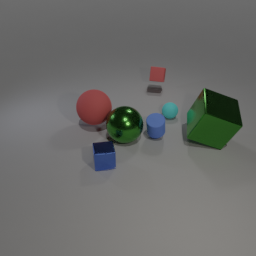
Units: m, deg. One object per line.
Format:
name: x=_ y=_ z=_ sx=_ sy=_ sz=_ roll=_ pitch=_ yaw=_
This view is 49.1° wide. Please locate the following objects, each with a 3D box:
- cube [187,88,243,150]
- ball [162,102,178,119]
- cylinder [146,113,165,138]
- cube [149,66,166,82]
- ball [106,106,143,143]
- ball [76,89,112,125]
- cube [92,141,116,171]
cube: x=3.069 y=-0.323 z=10.157 sx=1.400 sy=1.400 sz=1.400 roll=18 pitch=46 yaw=-7
ball: x=1.814 y=-0.756 z=12.095 sx=0.700 sy=0.700 sz=0.700 roll=0 pitch=32 yaw=0
cylinder: x=1.051 y=-0.087 z=10.548 sx=0.700 sy=0.700 sz=0.700 roll=-4 pitch=52 yaw=5
cube: x=1.491 y=-2.681 z=14.022 sx=0.700 sy=0.700 sz=0.700 roll=8 pitch=11 yaw=11
ball: x=-0.121 y=-0.125 z=10.469 sx=1.400 sy=1.400 sz=1.400 roll=0 pitch=32 yaw=0
ball: x=-1.338 y=-0.817 z=11.059 sx=1.400 sy=1.400 sz=1.400 roll=0 pitch=32 yaw=0
cube: x=-0.801 y=0.935 z=9.399 sx=0.700 sy=0.700 sz=0.700 roll=-5 pitch=32 yaw=-9
